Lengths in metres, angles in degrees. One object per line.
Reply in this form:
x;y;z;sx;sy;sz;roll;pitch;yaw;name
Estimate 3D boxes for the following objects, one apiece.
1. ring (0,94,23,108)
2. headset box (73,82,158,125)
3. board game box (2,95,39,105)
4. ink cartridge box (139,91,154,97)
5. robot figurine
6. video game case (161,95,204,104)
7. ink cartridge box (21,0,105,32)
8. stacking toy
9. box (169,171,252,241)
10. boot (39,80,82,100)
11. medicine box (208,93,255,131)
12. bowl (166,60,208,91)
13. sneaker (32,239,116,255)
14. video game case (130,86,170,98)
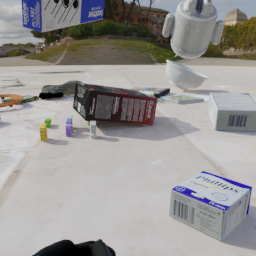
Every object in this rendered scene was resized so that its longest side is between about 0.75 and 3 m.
-5.944;-1.128;12.494;2.462;0.236;2.462;-1;20;0;ring
-0.382;-0.843;9.719;2.644;0.992;1.965;4;14;-24;headset box
-5.273;-1.395;13.838;0.867;0.194;1.655;9;18;23;board game box
0.894;-1.568;14.036;0.794;0.407;1.074;3;17;7;ink cartridge box
2.251;-3.433;9.752;2.058;2.427;1.371;13;54;8;robot figurine
2.703;-1.458;14.049;1.614;0.178;1.469;-9;17;-27;video game case
-1.343;-2.974;6.344;0.541;1.151;2.448;21;33;18;ink cartridge box
-1.839;-0.122;8.714;1.565;0.488;2.076;-3;15;-10;stacking toy
1.252;1.113;4.239;0.868;0.495;0.943;15;21;41;box
-3.470;-1.892;14.842;2.345;0.794;1.532;-10;23;-11;boot
3.442;-0.571;9.232;1.336;0.755;1.467;1;29;5;medicine box
3.408;-3.099;17.230;2.740;1.232;2.740;20;20;-8;bowl
-0.528;1.485;1.396;0.848;1.299;2.322;1;16;5;sneaker
1.082;-2.061;15.981;2.143;0.302;2.371;7;17;21;video game case
